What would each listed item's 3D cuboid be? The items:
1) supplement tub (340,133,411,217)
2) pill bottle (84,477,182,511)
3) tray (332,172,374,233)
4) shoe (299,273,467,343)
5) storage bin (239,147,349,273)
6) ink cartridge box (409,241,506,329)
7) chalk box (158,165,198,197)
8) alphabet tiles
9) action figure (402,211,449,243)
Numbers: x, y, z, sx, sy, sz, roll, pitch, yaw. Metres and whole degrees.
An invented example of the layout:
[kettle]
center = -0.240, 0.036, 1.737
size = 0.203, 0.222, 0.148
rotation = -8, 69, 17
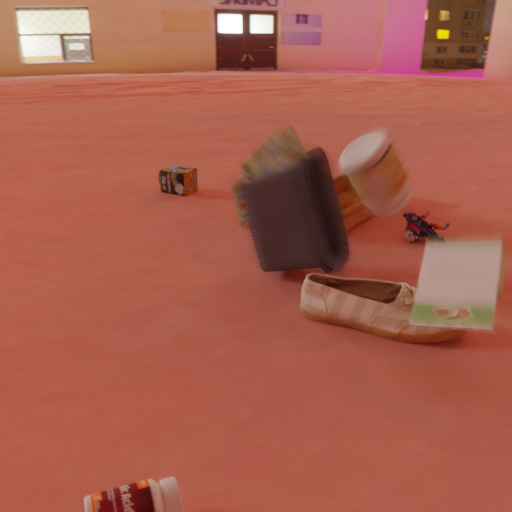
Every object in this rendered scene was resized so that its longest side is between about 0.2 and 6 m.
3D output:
[supplement tub]
center = 2.550, -1.689, 11.806
size = 1.094, 1.515, 1.094
rotation = -27, 31, 18
[pill bottle]
center = -1.134, 2.368, 5.198
size = 0.842, 0.480, 0.480
rotation = -9, 25, -19
[tray]
center = 2.168, -1.358, 13.796
size = 1.613, 0.606, 3.271
rotation = 16, 29, 32
[shoe]
center = 1.930, 0.765, 8.669
size = 2.595, 0.693, 0.907
rotation = 7, 24, 17
[storage bin]
center = 0.695, -0.752, 10.289
size = 1.454, 2.165, 1.575
rotation = -10, 13, 25
[ink cartridge box]
center = 2.852, 0.455, 7.881
size = 1.106, 0.364, 1.520
rotation = -1, 50, 31
[chalk box]
center = -2.219, -2.091, 15.405
size = 1.055, 0.659, 0.654
rotation = 14, 27, 27
[alphabet tiles]
center = 0.251, -1.918, 13.194
size = 0.084, 2.211, 2.657
rotation = 33, 23, -29
[action figure]
center = 3.675, -0.507, 12.130
size = 1.065, 0.576, 1.101
rotation = -22, 56, -28
